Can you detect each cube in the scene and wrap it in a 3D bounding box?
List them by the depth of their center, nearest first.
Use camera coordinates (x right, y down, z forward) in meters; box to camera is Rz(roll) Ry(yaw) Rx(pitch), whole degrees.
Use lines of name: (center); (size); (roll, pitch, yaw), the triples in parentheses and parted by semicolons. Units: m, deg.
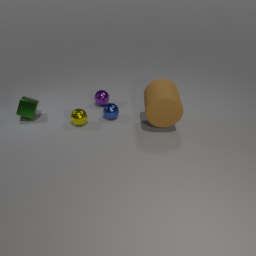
cube: (-4.235, -0.871, 11.860); (0.700, 0.700, 0.700); (17, 14, -15)

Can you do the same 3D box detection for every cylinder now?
cylinder: (1.344, -0.976, 10.893); (1.400, 1.400, 1.400); (0, 39, 0)

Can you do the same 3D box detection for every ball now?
ball: (-2.006, -0.451, 11.469); (0.700, 0.700, 0.700); (0, 30, 0)
ball: (-0.724, -0.719, 11.937); (0.700, 0.700, 0.700); (0, 30, 0)
ball: (-1.212, -1.415, 12.995); (0.700, 0.700, 0.700); (0, 30, 0)
